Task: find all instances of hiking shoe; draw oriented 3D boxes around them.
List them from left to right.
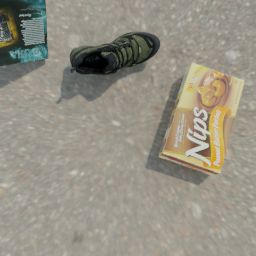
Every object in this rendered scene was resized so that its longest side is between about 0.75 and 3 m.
[{"bbox_3d":[-0.297,-1.889,7.652,2.593,0.982,1.305,-15,34,-1],"label":"hiking shoe"}]

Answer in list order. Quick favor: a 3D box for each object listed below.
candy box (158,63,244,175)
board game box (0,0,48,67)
[{"bbox_3d":[2.013,-0.249,7.695,1.566,0.750,2.714,19,78,2],"label":"candy box"},{"bbox_3d":[-3.336,-2.468,7.209,2.600,1.759,0.366,-21,42,-38],"label":"board game box"}]
